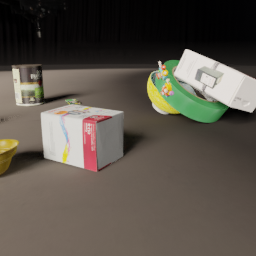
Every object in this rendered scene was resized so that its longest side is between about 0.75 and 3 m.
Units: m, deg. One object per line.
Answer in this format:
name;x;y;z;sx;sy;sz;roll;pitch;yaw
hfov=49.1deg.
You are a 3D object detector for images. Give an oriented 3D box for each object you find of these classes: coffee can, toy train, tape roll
coffee can;-4.680;-2.051;13.240;1.331;1.818;1.331;0;16;0
toy train;0.933;-1.228;7.563;0.293;1.053;0.791;-22;27;-2
tape roll;2.428;-1.428;10.496;2.846;0.684;2.846;18;38;-15

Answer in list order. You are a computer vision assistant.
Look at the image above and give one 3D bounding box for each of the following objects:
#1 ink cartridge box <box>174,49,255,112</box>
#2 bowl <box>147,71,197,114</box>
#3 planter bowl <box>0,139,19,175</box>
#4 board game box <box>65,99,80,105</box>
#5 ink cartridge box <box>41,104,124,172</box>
ink cartridge box;3.085;-1.600;9.439;1.783;1.030;2.451;5;27;-43
bowl;1.577;-1.214;11.151;2.072;1.115;2.072;18;38;-15
planter bowl;-2.915;0.697;5.808;1.362;0.567;1.362;-6;13;2
board game box;-2.693;-1.269;13.644;0.530;0.119;1.012;-9;18;-21
ink cartridge box;-1.072;0.162;6.677;1.619;1.171;1.176;9;18;28
